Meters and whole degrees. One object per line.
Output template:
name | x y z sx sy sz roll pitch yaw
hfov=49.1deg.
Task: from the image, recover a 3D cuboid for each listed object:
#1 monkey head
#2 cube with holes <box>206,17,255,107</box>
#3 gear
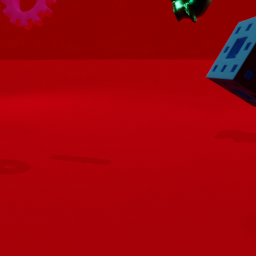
monkey head | 1.597 -3.579 7.490 1.303 1.811 1.091 30 -18 -31
cube with holes | 1.586 -0.735 3.293 0.792 0.792 0.792 29 8 -10
gear | -2.119 -2.729 5.970 1.183 1.183 0.219 5 -1 16
